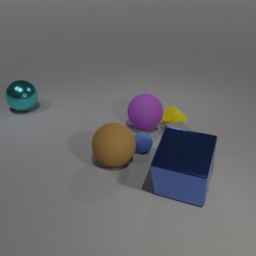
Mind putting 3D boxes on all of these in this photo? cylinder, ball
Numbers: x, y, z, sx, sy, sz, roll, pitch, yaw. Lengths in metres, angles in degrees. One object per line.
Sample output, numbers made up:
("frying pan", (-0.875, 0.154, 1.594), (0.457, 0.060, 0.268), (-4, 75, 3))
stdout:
("cylinder", (1.821, -0.392, 11.046), (0.700, 0.700, 0.700), (35, 11, -32))
("ball", (-0.450, 0.528, 8.870), (1.400, 1.400, 1.400), (0, 28, 0))
("ball", (0.678, -0.645, 10.940), (1.400, 1.400, 1.400), (0, 28, 0))
("ball", (0.499, 0.491, 9.641), (0.700, 0.700, 0.700), (0, 28, 0))
("ball", (-4.752, -1.447, 12.547), (1.400, 1.400, 1.400), (0, 28, 0))

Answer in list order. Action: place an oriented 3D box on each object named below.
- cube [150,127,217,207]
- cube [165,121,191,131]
("cube", (1.520, 1.021, 7.555), (1.400, 1.400, 1.400), (11, 50, 21))
("cube", (1.787, 0.256, 10.124), (0.700, 0.700, 0.700), (-9, 29, -16))
